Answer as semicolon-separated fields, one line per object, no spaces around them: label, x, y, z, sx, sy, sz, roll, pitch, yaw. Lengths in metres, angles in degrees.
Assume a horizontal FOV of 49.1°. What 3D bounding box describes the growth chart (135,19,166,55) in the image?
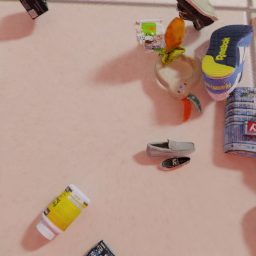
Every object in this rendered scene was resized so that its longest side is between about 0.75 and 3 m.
growth chart;0.724;-2.699;8.265;0.936;0.115;1.293;-10;71;-2

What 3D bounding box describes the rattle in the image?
rattle;1.503;-1.427;7.162;1.385;1.520;2.127;5;64;-19

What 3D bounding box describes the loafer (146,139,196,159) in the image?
loafer;1.073;0.488;6.971;1.238;0.432;0.433;-8;30;-3

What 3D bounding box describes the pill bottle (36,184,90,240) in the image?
pill bottle;-1.492;1.927;6.415;0.656;0.656;1.201;40;75;12

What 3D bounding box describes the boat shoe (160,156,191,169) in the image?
boat shoe;1.184;0.839;6.999;0.766;0.244;0.271;-13;72;-4

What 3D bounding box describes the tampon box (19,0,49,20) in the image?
tampon box;-2.702;-3.658;7.975;0.549;0.652;0.870;-28;48;4

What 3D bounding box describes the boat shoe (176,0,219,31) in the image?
boat shoe;1.647;-3.120;7.326;0.792;2.341;0.841;-24;78;32

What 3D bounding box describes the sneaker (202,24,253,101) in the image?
sneaker;2.676;-1.872;7.588;1.023;1.138;2.767;11;50;32

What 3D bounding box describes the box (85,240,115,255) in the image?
box;-0.566;3.051;6.285;0.648;0.187;0.815;-41;76;-12

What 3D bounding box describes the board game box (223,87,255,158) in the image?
board game box;3.661;0.169;6.975;2.314;0.714;2.313;8;71;3
